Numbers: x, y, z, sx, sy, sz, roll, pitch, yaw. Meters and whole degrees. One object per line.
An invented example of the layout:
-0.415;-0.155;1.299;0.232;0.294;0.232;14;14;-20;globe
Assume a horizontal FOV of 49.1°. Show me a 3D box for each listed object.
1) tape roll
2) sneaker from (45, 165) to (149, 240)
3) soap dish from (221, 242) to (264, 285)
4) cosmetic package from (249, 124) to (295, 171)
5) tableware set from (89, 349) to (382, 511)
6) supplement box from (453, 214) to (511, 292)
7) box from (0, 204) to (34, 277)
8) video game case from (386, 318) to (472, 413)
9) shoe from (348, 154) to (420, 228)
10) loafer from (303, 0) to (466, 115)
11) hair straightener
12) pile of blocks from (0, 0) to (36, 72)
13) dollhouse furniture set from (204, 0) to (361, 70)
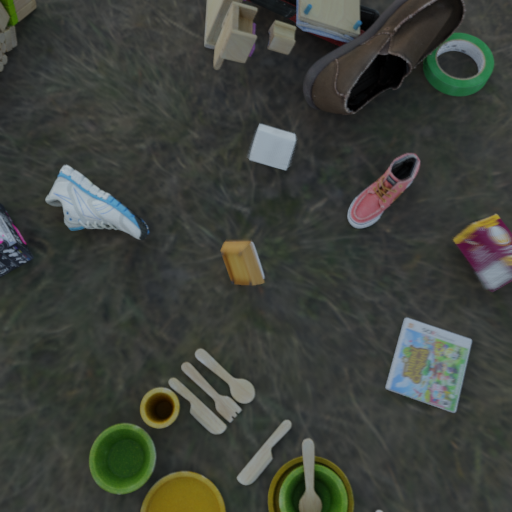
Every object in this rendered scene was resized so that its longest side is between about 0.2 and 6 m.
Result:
3.895;-3.696;10.808;1.269;0.305;1.269;0;71;0;tape roll
-2.753;-0.694;9.598;2.042;0.765;0.885;31;80;19;sneaker
-0.234;0.135;9.144;0.595;0.756;0.307;1;28;42;soap dish
0.291;-1.923;9.890;0.681;0.562;0.561;17;115;-4;cosmetic package
-0.350;3.456;8.124;4.042;0.620;2.723;41;76;13;tableware set
3.929;-0.058;9.264;0.703;0.554;1.074;-19;69;-35;supplement box
-4.445;-0.380;9.365;0.709;0.816;1.235;-34;74;-11;box
2.776;1.735;8.982;1.114;0.135;1.223;18;72;7;video game case
2.203;-1.151;9.698;1.540;0.701;0.550;-41;76;-13;shoe
2.528;-3.576;10.163;3.426;1.251;1.216;-38;52;-1;loafer
0.893;-5.201;11.251;3.420;0.700;1.316;24;72;13;hair straightener
-5.264;-4.197;10.422;1.043;1.378;3.357;11;71;4;pile of blocks
0.632;-4.345;10.606;2.839;1.853;2.681;8;70;-18;dollhouse furniture set
